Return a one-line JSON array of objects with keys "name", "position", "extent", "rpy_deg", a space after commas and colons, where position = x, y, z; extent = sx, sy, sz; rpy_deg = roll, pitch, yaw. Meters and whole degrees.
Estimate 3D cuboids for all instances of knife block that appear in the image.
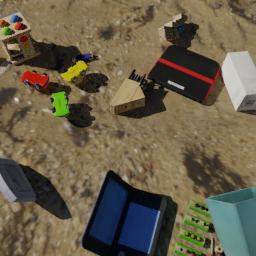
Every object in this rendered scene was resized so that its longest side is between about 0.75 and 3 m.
[{"name": "knife block", "position": [-0.018, -1.599, 11.606], "extent": [1.925, 0.616, 1.690], "rpy_deg": [-18, 61, -9]}]

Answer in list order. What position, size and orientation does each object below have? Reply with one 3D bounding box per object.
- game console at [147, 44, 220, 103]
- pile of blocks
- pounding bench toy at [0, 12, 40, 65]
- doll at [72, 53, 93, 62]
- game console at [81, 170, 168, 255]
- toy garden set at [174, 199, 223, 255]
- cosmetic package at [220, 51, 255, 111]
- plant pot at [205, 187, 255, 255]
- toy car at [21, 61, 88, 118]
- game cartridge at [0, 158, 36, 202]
[{"name": "game console", "position": [2.483, -2.450, 12.250], "extent": [2.676, 0.415, 2.367], "rpy_deg": [26, 66, 14]}, {"name": "pile of blocks", "position": [2.126, -4.758, 13.534], "extent": [0.671, 0.886, 2.158], "rpy_deg": [-1, 35, 51]}, {"name": "pounding bench toy", "position": [-5.293, -3.833, 12.300], "extent": [2.115, 1.649, 1.314], "rpy_deg": [-29, 64, -16]}, {"name": "doll", "position": [-2.083, -3.188, 12.754], "extent": [0.943, 0.229, 0.643], "rpy_deg": [-16, 60, -9]}, {"name": "game console", "position": [0.023, 2.818, 8.559], "extent": [2.065, 1.431, 2.419], "rpy_deg": [14, 62, 10]}, {"name": "toy garden set", "position": [2.465, 3.343, 8.867], "extent": [1.505, 0.360, 1.806], "rpy_deg": [21, 62, 12]}, {"name": "cosmetic package", "position": [4.654, -1.929, 11.472], "extent": [0.934, 1.185, 2.203], "rpy_deg": [-6, 61, -4]}, {"name": "plant pot", "position": [3.650, 3.131, 8.069], "extent": [1.747, 1.748, 2.473], "rpy_deg": [-10, 83, -11]}, {"name": "toy car", "position": [-2.854, -1.443, 11.517], "extent": [2.799, 0.624, 2.634], "rpy_deg": [-13, 61, -7]}, {"name": "game cartridge", "position": [-3.862, 1.740, 9.350], "extent": [0.354, 1.167, 1.750], "rpy_deg": [-42, 65, 5]}]
